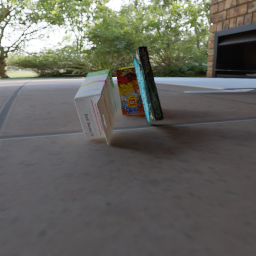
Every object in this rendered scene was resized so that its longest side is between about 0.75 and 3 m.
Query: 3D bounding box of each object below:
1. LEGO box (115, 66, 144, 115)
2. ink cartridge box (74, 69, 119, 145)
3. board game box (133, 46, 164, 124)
[{"bbox_3d":[0.140,-1.652,11.639,0.906,1.748,2.348,-7,13,5],"label":"LEGO box"},{"bbox_3d":[-0.797,-0.560,7.335,0.713,1.241,2.119,-7,30,10],"label":"ink cartridge box"},{"bbox_3d":[0.575,-1.225,8.498,0.303,2.152,1.456,-14,-1,-5],"label":"board game box"}]
